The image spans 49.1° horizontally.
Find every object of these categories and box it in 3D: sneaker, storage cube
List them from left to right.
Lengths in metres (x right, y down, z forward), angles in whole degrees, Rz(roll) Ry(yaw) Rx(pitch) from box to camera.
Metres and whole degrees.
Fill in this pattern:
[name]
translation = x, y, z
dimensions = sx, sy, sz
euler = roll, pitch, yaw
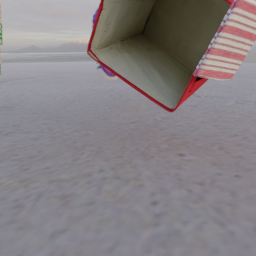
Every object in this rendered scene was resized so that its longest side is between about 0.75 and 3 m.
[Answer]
[sneaker]
translation = -0.575, -3.343, 10.387
dimensions = 1.188, 2.953, 1.306
euler = -2, -12, -24
[storage cube]
translation = 1.037, -2.324, 6.287
dimensions = 2.839, 2.427, 2.552
euler = 36, 42, 13

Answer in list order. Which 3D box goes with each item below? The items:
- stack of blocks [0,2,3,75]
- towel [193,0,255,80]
[stack of blocks]
translation = -3.054, -1.972, 5.993
dimensions = 0.476, 1.624, 0.935
euler = -1, 9, -9
[towel]
translation = 1.721, -1.435, 4.643
dimensions = 1.019, 1.392, 0.208
euler = -3, 39, -40
